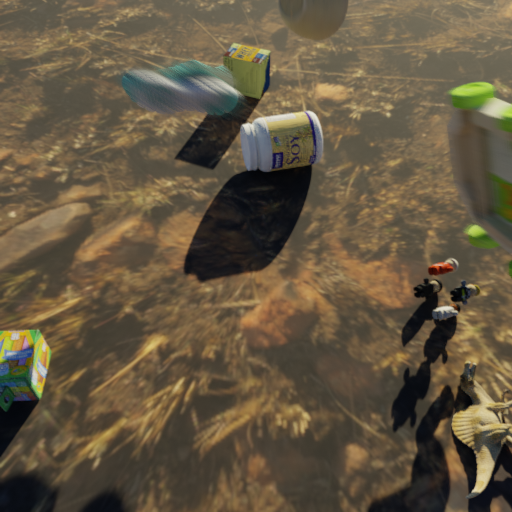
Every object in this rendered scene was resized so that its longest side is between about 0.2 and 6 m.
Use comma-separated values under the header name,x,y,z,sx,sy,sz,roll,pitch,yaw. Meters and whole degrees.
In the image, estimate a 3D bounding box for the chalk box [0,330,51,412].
name,x,y,z,sx,sy,sz,roll,pitch,yaw
chalk box,-4.072,1.984,9.498,0.771,0.776,1.244,-3,50,-2

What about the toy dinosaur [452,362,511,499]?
name,x,y,z,sx,sy,sz,roll,pitch,yaw
toy dinosaur,3.800,2.867,8.942,1.267,0.729,2.506,-3,40,18

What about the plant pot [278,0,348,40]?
name,x,y,z,sx,sy,sz,roll,pitch,yaw
plant pot,0.981,-5.006,11.078,1.399,1.399,0.939,35,38,27

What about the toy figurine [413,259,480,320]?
name,x,y,z,sx,sy,sz,roll,pitch,yaw
toy figurine,3.586,0.645,10.556,0.678,0.974,0.959,-13,51,-32

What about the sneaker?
name,x,y,z,sx,sy,sz,roll,pitch,yaw
sneaker,-1.485,-3.408,11.086,2.242,0.870,1.023,5,57,-7

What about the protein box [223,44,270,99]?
name,x,y,z,sx,sy,sz,roll,pitch,yaw
protein box,-0.251,-5.090,15.425,1.095,1.088,0.739,18,51,15

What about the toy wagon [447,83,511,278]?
name,x,y,z,sx,sy,sz,roll,pitch,yaw
toy wagon,4.072,-0.970,8.611,0.741,2.906,3.745,-21,31,-1

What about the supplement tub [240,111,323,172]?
name,x,y,z,sx,sy,sz,roll,pitch,yaw
supplement tub,0.582,-2.673,13.212,1.736,1.262,1.262,-11,50,-9
